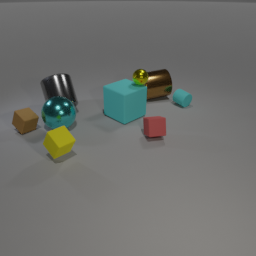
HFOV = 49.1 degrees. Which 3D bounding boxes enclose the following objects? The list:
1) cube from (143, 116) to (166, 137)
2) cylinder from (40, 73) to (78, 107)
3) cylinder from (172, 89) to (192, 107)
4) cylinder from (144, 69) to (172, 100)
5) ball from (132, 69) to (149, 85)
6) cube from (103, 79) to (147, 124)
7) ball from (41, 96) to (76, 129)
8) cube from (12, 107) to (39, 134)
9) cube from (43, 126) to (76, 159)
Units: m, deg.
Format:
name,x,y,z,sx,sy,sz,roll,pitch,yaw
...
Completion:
name,x,y,z,sx,sy,sz,roll,pitch,yaw
cube,1.034,-0.067,10.922,0.700,0.700,0.700,-5,9,-14
cylinder,-3.130,-1.575,12.799,1.400,1.400,1.400,-17,-5,-2
cylinder,2.682,-1.486,13.826,0.700,0.700,0.700,-20,41,-33
cylinder,1.378,-2.245,14.465,1.400,1.400,1.400,-12,30,-12
ball,0.537,-2.193,12.067,0.700,0.700,0.700,0,28,0
cube,-0.134,-1.224,12.549,1.400,1.400,1.400,-25,39,-37
ball,-2.836,-0.602,11.489,1.400,1.400,1.400,0,28,0
cube,-4.174,-0.309,11.389,0.700,0.700,0.700,40,35,20
cube,-2.311,0.473,9.397,0.700,0.700,0.700,-26,69,-44
